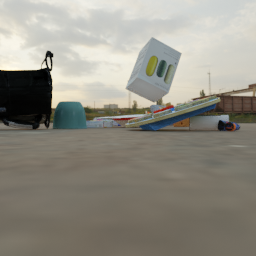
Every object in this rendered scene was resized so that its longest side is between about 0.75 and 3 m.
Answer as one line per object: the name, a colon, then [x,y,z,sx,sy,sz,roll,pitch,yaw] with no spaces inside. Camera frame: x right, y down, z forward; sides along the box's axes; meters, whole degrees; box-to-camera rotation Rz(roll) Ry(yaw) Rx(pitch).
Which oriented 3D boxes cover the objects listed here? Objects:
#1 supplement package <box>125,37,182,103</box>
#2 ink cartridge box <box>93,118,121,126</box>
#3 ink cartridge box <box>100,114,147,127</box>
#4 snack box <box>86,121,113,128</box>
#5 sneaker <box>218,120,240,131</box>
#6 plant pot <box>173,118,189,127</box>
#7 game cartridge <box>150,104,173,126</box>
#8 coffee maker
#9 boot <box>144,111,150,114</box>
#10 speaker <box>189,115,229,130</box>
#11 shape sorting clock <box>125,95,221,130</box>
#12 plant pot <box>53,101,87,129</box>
supplement package: [1.277,-2.865,14.180,1.789,2.357,1.775,24,-18,-13]
ink cartridge box: [-1.059,-0.328,16.339,1.796,0.377,1.072,2,1,-15]
ink cartridge box: [0.126,-0.278,12.642,2.570,0.644,2.068,-8,6,-36]
snack box: [-1.279,-0.158,11.425,1.122,0.297,0.798,1,1,24]
sneaker: [2.634,-0.034,7.368,0.307,0.295,0.782,7,8,-18]
plant pot: [2.675,-0.455,14.032,1.121,0.784,1.121,0,2,0]
game cartridge: [2.419,-0.802,17.948,2.137,1.423,0.444,3,-45,-47]
coffee maker: [-3.716,-1.176,8.469,2.600,2.497,1.751,-3,19,-26]
boot: [1.683,-0.565,17.895,1.334,0.933,2.487,6,2,13]
speaker: [2.313,-0.151,8.022,1.091,0.443,0.443,0,1,13]
shape sorting clock: [1.264,-0.484,8.194,2.806,0.550,2.806,-20,4,1]
plant pot: [-2.090,-0.462,10.046,1.212,0.973,1.212,0,2,0]
